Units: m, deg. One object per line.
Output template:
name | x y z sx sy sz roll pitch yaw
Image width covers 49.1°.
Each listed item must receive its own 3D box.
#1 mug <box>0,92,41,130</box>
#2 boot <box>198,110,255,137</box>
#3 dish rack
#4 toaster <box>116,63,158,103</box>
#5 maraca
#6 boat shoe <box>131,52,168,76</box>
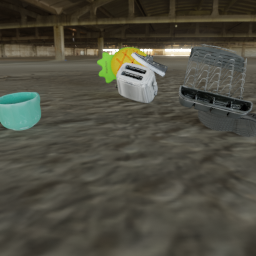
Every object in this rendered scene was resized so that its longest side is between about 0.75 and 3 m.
mug | -2.873 -0.466 7.726 1.332 0.824 1.095 -21 29 -35
boot | 2.895 -0.233 7.676 1.742 0.608 1.147 28 29 34
dish rack | 2.315 -1.369 7.363 1.762 2.297 0.627 15 -28 4
toaster | 0.285 -1.847 11.282 1.870 1.208 1.063 21 64 19
maraca | -0.192 -3.331 15.084 2.858 1.960 1.529 -7 -3 -9
boat shoe | 0.918 -2.734 11.475 1.590 0.527 0.556 31 16 -4
